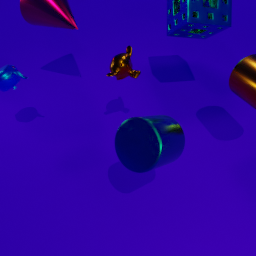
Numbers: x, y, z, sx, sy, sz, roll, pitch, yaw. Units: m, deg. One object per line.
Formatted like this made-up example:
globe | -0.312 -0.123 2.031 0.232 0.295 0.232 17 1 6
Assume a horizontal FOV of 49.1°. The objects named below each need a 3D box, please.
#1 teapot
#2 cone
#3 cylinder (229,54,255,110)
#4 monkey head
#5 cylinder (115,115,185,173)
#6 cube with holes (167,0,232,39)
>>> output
teapot | -2.989 -1.213 6.996 1.186 0.581 0.737 -14 36 31
cone | -2.057 -3.418 8.464 1.652 1.646 1.646 42 56 17
cylinder | 3.160 -1.038 6.612 1.092 1.092 1.092 -14 39 -14
monkey head | -0.077 -1.561 7.164 0.755 0.633 1.050 24 72 33
cylinder | 0.393 0.246 4.888 0.920 0.920 0.920 31 21 29
cube with holes | 2.060 -3.547 8.294 1.377 1.377 1.377 -1 3 -16
